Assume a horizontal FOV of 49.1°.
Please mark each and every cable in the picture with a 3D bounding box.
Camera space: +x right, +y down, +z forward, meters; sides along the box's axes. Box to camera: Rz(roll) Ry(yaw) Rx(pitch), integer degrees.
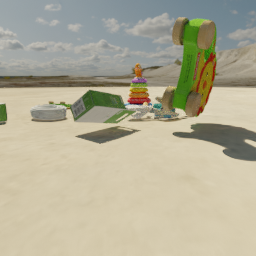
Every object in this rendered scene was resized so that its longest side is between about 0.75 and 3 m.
[{"bbox_3d":[-2.961,-0.589,10.427,1.325,0.459,1.326,4,11,13],"label":"cable"}]

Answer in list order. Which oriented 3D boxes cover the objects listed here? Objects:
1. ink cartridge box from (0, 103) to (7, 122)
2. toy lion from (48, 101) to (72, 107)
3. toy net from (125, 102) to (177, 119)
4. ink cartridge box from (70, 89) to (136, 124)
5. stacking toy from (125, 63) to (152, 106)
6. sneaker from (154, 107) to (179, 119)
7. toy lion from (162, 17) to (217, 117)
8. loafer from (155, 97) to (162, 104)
[{"bbox_3d":[-5.143,-0.421,8.904,1.126,0.643,2.168,6,12,30],"label":"ink cartridge box"},{"bbox_3d":[-3.194,-1.108,13.805,1.116,0.383,1.070,4,4,23],"label":"toy lion"},{"bbox_3d":[1.082,-0.658,10.783,2.817,0.544,1.478,-12,19,-42],"label":"toy net"},{"bbox_3d":[-0.674,-0.553,7.997,0.903,0.516,1.740,-33,-22,34],"label":"ink cartridge box"},{"bbox_3d":[0.536,-2.055,13.701,1.194,2.176,1.263,5,11,29],"label":"stacking toy"},{"bbox_3d":[1.409,-0.572,10.161,1.038,0.450,0.389,-2,-8,-25],"label":"sneaker"},{"bbox_3d":[2.129,-1.699,8.439,1.010,2.941,2.819,18,26,27],"label":"toy lion"},{"bbox_3d":[1.349,-1.031,10.265,0.833,0.291,0.291,10,38,-36],"label":"loafer"}]
